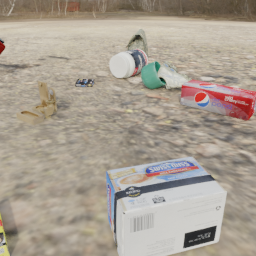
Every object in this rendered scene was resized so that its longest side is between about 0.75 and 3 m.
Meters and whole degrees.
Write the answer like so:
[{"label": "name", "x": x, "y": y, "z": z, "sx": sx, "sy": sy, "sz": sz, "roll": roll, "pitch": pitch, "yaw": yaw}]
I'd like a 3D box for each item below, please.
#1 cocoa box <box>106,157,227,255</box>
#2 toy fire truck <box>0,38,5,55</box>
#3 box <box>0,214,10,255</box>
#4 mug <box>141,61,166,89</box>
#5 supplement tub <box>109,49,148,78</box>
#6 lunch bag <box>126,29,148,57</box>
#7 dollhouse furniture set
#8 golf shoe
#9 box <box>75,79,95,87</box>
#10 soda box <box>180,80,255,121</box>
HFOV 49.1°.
[{"label": "cocoa box", "x": 0.575, "y": 1.342, "z": 4.804, "sx": 1.728, "sy": 1.153, "sz": 1.134, "roll": -7, "pitch": 27, "yaw": -15}, {"label": "toy fire truck", "x": -2.636, "y": -1.633, "z": 5.284, "sx": 0.683, "sy": 0.499, "sz": 0.776, "roll": 37, "pitch": 10, "yaw": -43}, {"label": "box", "x": -2.398, "y": 1.787, "z": 4.867, "sx": 0.456, "sy": 0.303, "sz": 1.211, "roll": -13, "pitch": 29, "yaw": -25}, {"label": "mug", "x": 1.127, "y": -2.200, "z": 12.396, "sx": 0.824, "sy": 1.333, "sz": 1.095, "roll": -18, "pitch": 31, "yaw": 27}, {"label": "supplement tub", "x": 0.062, "y": -3.269, "z": 14.210, "sx": 1.276, "sy": 1.276, "sz": 1.818, "roll": 18, "pitch": 31, "yaw": 33}, {"label": "lunch bag", "x": 0.539, "y": -4.405, "z": 15.676, "sx": 1.202, "sy": 2.044, "sz": 1.676, "roll": 4, "pitch": 27, "yaw": 8}, {"label": "dollhouse furniture set", "x": -3.140, "y": -0.913, "z": 9.622, "sx": 1.195, "sy": 1.024, "sz": 1.257, "roll": 18, "pitch": 31, "yaw": 33}, {"label": "golf shoe", "x": 2.158, "y": -1.999, "z": 12.227, "sx": 2.035, "sy": 0.990, "sz": 0.797, "roll": 40, "pitch": 15, "yaw": 15}, {"label": "box", "x": -2.001, "y": -2.111, "z": 13.070, "sx": 0.789, "sy": 0.198, "sz": 0.795, "roll": 0, "pitch": 26, "yaw": 2}, {"label": "soda box", "x": 3.259, "y": -1.078, "z": 10.197, "sx": 2.599, "sy": 0.824, "sz": 0.910, "roll": 18, "pitch": 31, "yaw": 34}]
